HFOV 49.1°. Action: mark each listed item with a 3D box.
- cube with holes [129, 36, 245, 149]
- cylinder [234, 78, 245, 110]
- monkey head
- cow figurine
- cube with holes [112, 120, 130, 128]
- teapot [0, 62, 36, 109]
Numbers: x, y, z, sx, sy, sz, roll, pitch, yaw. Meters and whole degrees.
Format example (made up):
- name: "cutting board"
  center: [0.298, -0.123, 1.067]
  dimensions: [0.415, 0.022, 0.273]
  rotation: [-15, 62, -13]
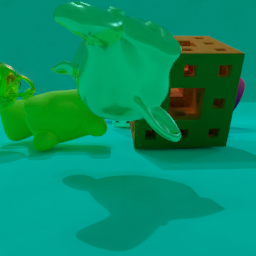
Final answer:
- name: "cube with holes"
  center: [0.711, -0.608, 4.281]
  dimensions: [1.339, 1.339, 1.339]
  rotation: [-1, 27, -5]
- name: "cylinder"
  center: [1.995, -0.982, 7.142]
  dimensions: [1.328, 1.328, 1.328]
  rotation: [28, 2, -8]
- name: "monkey head"
  center: [-0.174, -0.518, 2.409]
  dimensions: [1.581, 0.953, 1.138]
  rotation: [32, 23, 29]
- name: "cow figurine"
  center: [-1.166, -0.207, 4.463]
  dimensions: [1.707, 0.937, 1.680]
  rotation: [-12, 13, -9]
- name: "cube with holes"
  center: [0.359, -0.601, 7.547]
  dimensions: [1.118, 1.118, 1.118]
  rotation: [4, 7, 40]
- name: "teapot"
  center: [-1.926, -0.511, 3.832]
  dimensions: [1.294, 0.634, 0.805]
  rotation: [-7, -14, -5]
